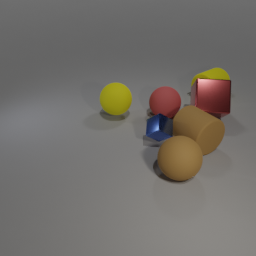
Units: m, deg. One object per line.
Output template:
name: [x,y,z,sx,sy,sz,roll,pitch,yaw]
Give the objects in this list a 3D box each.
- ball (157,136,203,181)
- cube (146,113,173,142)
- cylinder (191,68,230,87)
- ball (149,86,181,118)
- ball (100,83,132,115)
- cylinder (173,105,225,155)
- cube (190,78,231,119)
ball: [1.624,0.942,8.787,1.400,1.400,1.400,0,30,0]
cube: [1.142,-0.008,10.143,0.700,0.700,0.700,24,58,-32]
cylinder: [4.165,-2.208,14.131,1.400,1.400,1.400,-24,38,-34]
ball: [1.627,-1.125,12.297,1.400,1.400,1.400,0,30,0]
ball: [-0.523,-1.255,12.112,1.400,1.400,1.400,0,30,0]
cylinder: [2.547,0.061,10.283,1.400,1.400,1.400,-17,34,-26]
cube: [3.471,-1.222,11.929,1.400,1.400,1.400,3,-6,4]
